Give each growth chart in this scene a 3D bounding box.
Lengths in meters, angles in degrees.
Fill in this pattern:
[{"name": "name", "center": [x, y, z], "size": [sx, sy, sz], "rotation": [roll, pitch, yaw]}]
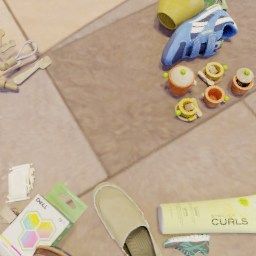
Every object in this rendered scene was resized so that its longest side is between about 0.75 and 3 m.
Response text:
[{"name": "growth chart", "center": [-2.738, 1.394, 7.152], "size": [0.709, 0.087, 0.980], "rotation": [-4, 67, -2]}]

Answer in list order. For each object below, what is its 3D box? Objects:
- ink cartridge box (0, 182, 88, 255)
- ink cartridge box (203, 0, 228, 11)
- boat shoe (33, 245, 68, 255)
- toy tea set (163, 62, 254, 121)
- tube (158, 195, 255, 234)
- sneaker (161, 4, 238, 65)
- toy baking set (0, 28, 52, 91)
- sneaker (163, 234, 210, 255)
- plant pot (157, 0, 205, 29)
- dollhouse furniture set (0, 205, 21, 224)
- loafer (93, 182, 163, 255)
[{"name": "ink cartridge box", "center": [-1.980, 2.258, 6.517], "size": [1.026, 0.586, 1.976], "rotation": [37, 72, 14]}, {"name": "ink cartridge box", "center": [2.527, -4.346, 9.306], "size": [1.567, 0.465, 0.813], "rotation": [-6, 60, -3]}, {"name": "boat shoe", "center": [-1.311, 3.043, 5.797], "size": [1.610, 0.567, 0.566], "rotation": [40, 36, -16]}, {"name": "toy tea set", "center": [2.274, -1.288, 7.810], "size": [2.528, 0.936, 1.503], "rotation": [-22, 69, -9]}, {"name": "tube", "center": [2.052, 2.052, 6.593], "size": [2.629, 0.682, 0.763], "rotation": [-1, 89, -4]}, {"name": "sneaker", "center": [2.157, -2.646, 8.367], "size": [2.721, 1.006, 1.119], "rotation": [-38, 74, -14]}, {"name": "toy baking set", "center": [-3.527, -1.974, 8.142], "size": [2.319, 0.270, 1.780], "rotation": [21, 75, -11]}, {"name": "sneaker", "center": [1.371, 2.734, 6.427], "size": [1.105, 0.429, 0.504], "rotation": [-5, 71, -1]}, {"name": "plant pot", "center": [1.477, -3.684, 8.674], "size": [1.419, 1.419, 1.007], "rotation": [36, 85, 14]}, {"name": "dollhouse furniture set", "center": [-2.837, 1.961, 6.540], "size": [0.351, 0.793, 0.411], "rotation": [53, 51, -11]}, {"name": "loafer", "center": [0.036, 2.233, 6.377], "size": [0.929, 0.839, 2.456], "rotation": [-34, 72, -15]}]
